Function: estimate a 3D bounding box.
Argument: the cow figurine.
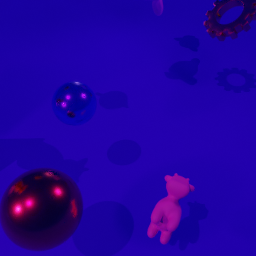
[{"bbox_3d":[0.666,1.226,4.402,0.506,0.922,0.907,22,43,14],"label":"cow figurine"}]

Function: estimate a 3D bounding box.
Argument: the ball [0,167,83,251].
[{"bbox_3d":[-1.237,1.161,4.074,1.162,1.162,1.162,0,46,0],"label":"ball"}]

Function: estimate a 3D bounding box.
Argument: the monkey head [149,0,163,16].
[{"bbox_3d":[0.649,-3.542,6.438,1.100,1.826,1.314,-16,32,-33],"label":"monkey head"}]

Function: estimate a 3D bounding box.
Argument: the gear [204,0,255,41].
[{"bbox_3d":[2.567,-2.808,6.968,1.321,0.244,1.321,-21,56,34],"label":"gear"}]

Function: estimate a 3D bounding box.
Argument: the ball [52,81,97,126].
[{"bbox_3d":[-0.976,-0.445,5.123,0.814,0.814,0.814,0,46,0],"label":"ball"}]
